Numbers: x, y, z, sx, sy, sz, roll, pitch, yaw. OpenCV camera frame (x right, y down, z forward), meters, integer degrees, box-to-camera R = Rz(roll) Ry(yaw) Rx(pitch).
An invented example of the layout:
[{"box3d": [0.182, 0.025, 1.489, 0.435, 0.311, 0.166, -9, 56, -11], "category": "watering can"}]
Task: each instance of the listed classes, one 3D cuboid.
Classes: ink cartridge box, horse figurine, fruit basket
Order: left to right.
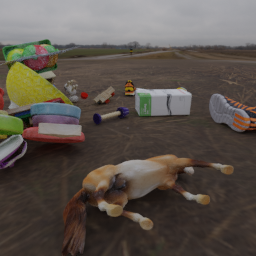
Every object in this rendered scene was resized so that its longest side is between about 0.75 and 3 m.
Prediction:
[{"box3d": [-3.265, -2.553, 9.781, 2.452, 1.241, 2.647, -21, 12, -27], "category": "fruit basket"}, {"box3d": [0.180, 0.917, 4.407, 2.863, 0.715, 1.898, -15, 10, -26], "category": "horse figurine"}, {"box3d": [1.294, -0.994, 10.675, 1.915, 0.807, 1.399, -1, 17, -4], "category": "ink cartridge box"}]

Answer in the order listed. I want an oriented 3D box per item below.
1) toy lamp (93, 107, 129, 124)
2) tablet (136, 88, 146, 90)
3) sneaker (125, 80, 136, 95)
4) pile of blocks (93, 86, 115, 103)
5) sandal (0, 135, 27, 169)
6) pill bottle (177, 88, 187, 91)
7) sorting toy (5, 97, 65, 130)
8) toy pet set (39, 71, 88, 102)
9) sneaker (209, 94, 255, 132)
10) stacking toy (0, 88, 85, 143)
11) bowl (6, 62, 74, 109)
[{"box3d": [-0.544, -0.456, 9.626, 1.429, 0.416, 0.416, -15, 22, -43], "category": "toy lamp"}, {"box3d": [1.103, -1.914, 14.641, 1.267, 0.086, 0.824, 6, 16, -13], "category": "tablet"}, {"box3d": [0.132, -2.159, 14.652, 0.572, 0.736, 1.635, 1, 17, 3], "category": "sneaker"}, {"box3d": [-1.034, -1.312, 12.549, 0.496, 0.656, 1.597, 44, 34, -1], "category": "pile of blocks"}, {"box3d": [-2.527, 0.537, 5.999, 0.897, 0.542, 2.205, -33, 14, -7], "category": "sandal"}, {"box3d": [2.356, -1.518, 12.751, 0.606, 0.606, 1.091, 8, 18, 24], "category": "pill bottle"}, {"box3d": [-2.856, -0.152, 7.710, 2.814, 0.476, 1.357, -15, -11, -3], "category": "sorting toy"}, {"box3d": [-3.527, -1.356, 12.012, 2.440, 1.388, 2.613, 46, 40, 18], "category": "toy pet set"}, {"box3d": [3.667, -0.471, 9.164, 1.296, 0.898, 2.314, 0, 27, -15], "category": "sneaker"}, {"box3d": [-2.319, -0.400, 6.179, 2.889, 1.220, 2.616, 4, -8, -20], "category": "stacking toy"}, {"box3d": [-3.024, -0.854, 8.959, 2.353, 1.266, 2.353, 35, -11, 8], "category": "bowl"}]
